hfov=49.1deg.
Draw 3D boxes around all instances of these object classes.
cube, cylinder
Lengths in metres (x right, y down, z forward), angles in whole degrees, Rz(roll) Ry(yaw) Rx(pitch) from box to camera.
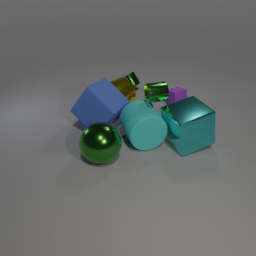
[{"bbox_3d":[2.262,-1.456,13.052,0.700,0.700,0.700,-19,24,-24],"label":"cube"},{"bbox_3d":[0.172,-2.472,14.570,0.700,0.700,0.700,-31,9,6],"label":"cylinder"},{"bbox_3d":[0.537,-0.114,10.301,1.400,1.400,1.400,-9,32,-15],"label":"cylinder"},{"bbox_3d":[-1.081,-0.854,10.905,1.400,1.400,1.400,44,34,1],"label":"cube"},{"bbox_3d":[2.148,-0.096,10.071,1.400,1.400,1.400,-20,35,-12],"label":"cube"},{"bbox_3d":[1.018,-1.277,10.018,0.700,0.700,0.700,-8,32,-12],"label":"cylinder"},{"bbox_3d":[-0.584,-1.352,12.333,1.400,1.400,1.400,19,36,29],"label":"cylinder"}]

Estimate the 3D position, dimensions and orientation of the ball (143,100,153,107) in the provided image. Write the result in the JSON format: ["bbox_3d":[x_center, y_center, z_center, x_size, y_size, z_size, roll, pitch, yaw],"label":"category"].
[{"bbox_3d":[0.762,-0.875,12.243,0.700,0.700,0.700,0,31,0],"label":"ball"}]

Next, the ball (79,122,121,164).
[{"bbox_3d":[-0.918,0.495,9.340,1.400,1.400,1.400,0,31,0],"label":"ball"}]
